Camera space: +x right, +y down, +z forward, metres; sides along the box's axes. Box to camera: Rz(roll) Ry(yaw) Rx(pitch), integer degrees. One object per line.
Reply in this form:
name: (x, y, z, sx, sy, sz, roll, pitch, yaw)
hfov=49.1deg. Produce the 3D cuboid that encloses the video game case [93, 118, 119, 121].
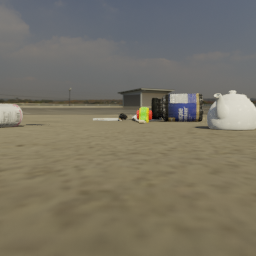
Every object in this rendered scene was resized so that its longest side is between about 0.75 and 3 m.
video game case: (-1.222, -0.505, 16.394, 1.129, 0.142, 1.241, 2, 4, 34)

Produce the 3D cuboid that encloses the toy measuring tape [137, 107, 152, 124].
toy measuring tape: (0.720, -0.604, 12.965, 0.798, 0.798, 2.170, 0, 3, 8)

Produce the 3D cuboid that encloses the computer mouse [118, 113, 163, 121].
computer mouse: (0.685, -0.651, 15.477, 2.455, 0.539, 1.346, 0, 2, 0)

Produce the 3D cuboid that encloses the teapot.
teapot: (3.109, -0.534, 8.315, 1.542, 1.141, 1.562, 0, 3, 0)

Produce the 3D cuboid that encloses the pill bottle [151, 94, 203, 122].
pill bottle: (2.512, -1.033, 14.406, 2.557, 1.430, 1.430, 0, 3, 10)

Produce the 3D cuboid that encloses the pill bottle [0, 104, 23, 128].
pill bottle: (-4.188, -0.396, 9.066, 0.776, 0.776, 1.369, 1, 3, 24)
